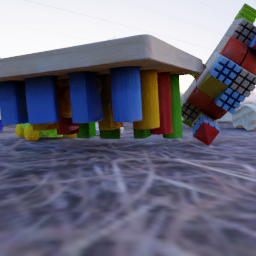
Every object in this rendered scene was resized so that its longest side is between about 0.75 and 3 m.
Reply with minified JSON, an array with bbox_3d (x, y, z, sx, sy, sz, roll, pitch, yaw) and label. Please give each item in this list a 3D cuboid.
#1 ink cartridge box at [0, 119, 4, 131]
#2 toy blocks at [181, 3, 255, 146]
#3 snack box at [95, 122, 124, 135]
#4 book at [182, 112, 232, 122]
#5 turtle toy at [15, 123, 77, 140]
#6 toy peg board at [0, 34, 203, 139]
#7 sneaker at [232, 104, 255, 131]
[{"bbox_3d":[-4.036,-0.077,7.399,1.840,0.361,0.915,1,4,35],"label":"ink cartridge box"},{"bbox_3d":[1.668,-0.862,4.904,1.283,2.567,1.755,31,22,-1],"label":"toy blocks"},{"bbox_3d":[-0.728,0.006,6.753,1.259,0.153,0.453,-3,25,-38],"label":"snack box"},{"bbox_3d":[3.443,-0.567,13.117,2.600,0.625,1.737,-1,1,16],"label":"book"},{"bbox_3d":[-1.603,-0.171,5.747,1.117,0.775,1.533,-3,5,-37],"label":"turtle toy"},{"bbox_3d":[-0.403,-0.349,4.196,2.619,1.281,2.608,-2,7,25],"label":"toy peg board"},{"bbox_3d":[3.651,-0.327,7.979,0.850,0.754,2.011,-4,4,5],"label":"sneaker"}]
